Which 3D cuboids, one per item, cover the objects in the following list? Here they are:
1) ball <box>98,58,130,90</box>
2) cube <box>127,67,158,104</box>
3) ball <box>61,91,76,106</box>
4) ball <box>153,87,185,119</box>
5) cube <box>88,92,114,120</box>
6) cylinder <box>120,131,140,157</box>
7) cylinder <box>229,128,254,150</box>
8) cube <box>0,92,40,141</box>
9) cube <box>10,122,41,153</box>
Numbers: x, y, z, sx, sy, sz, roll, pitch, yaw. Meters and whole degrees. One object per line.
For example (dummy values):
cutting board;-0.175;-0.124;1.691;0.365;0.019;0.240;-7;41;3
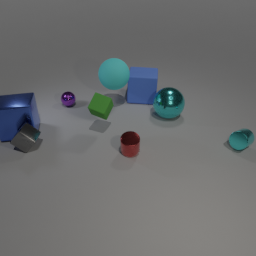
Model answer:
ball;-0.624;-2.402;12.521;1.400;1.400;1.400;0;32;0
cube;0.736;-2.125;13.941;1.400;1.400;1.400;4;32;4
ball;-2.859;-1.400;13.403;0.700;0.700;0.700;0;32;0
ball;1.799;-1.099;12.364;1.400;1.400;1.400;0;32;0
cube;-1.041;-0.835;10.815;0.700;0.700;0.700;21;75;10
cylinder;0.081;0.589;10.116;0.700;0.700;0.700;0;50;0
cylinder;4.233;0.409;10.427;0.700;0.700;0.700;27;27;36
cube;-4.420;-0.473;11.218;1.400;1.400;1.400;-7;30;-8
cube;-3.795;0.352;10.400;0.700;0.700;0.700;38;26;-19
